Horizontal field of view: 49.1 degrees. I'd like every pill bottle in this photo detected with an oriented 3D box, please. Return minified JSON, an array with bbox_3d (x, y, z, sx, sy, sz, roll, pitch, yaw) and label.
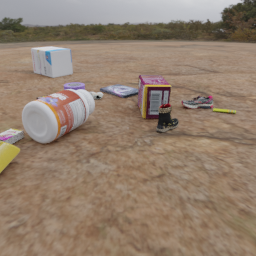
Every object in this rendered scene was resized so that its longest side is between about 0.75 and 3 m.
[{"bbox_3d":[-2.601,-0.627,11.127,1.610,1.610,2.870,11,25,24],"label":"pill bottle"}]

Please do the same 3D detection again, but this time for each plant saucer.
[{"bbox_3d":[-4.663,0.900,8.293,2.049,0.496,2.049,8,34,12],"label":"plant saucer"}]

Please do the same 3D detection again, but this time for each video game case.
[{"bbox_3d":[-0.412,-2.256,16.907,1.572,0.209,2.201,-20,31,-40],"label":"video game case"}]

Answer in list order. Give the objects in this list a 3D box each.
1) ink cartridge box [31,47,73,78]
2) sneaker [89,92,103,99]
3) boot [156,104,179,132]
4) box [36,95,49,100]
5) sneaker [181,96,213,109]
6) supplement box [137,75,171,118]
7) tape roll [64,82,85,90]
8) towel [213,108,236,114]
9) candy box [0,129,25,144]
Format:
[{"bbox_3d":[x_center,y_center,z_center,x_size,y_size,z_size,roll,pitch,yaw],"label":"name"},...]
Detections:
[{"bbox_3d":[-5.865,-5.144,21.587,2.629,1.929,1.920,20,30,38],"label":"ink cartridge box"},{"bbox_3d":[-1.883,-1.771,15.559,0.960,0.364,0.442,-4,36,8],"label":"sneaker"},{"bbox_3d":[1.660,-0.474,11.490,1.380,1.039,0.505,-21,30,-40],"label":"boot"},{"bbox_3d":[-4.017,-1.412,14.692,1.053,0.321,1.330,-19,30,-38],"label":"box"},{"bbox_3d":[3.491,-1.338,14.166,1.593,0.595,0.642,-1,22,-2],"label":"sneaker"},{"bbox_3d":[1.191,-1.541,13.418,1.229,1.559,2.382,0,23,-5],"label":"supplement box"},{"bbox_3d":[-3.179,-2.322,16.646,1.219,0.518,1.219,1,22,0],"label":"tape roll"},{"bbox_3d":[4.684,-0.821,13.604,1.051,0.095,0.452,8,19,20],"label":"towel"},{"bbox_3d":[-4.461,0.355,10.463,0.660,0.295,0.968,8,23,21],"label":"candy box"}]
